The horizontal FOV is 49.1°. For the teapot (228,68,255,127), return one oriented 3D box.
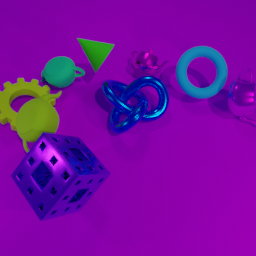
[{"bbox_3d":[3.480,-0.846,8.237,0.898,1.835,1.141,3,27,31],"label":"teapot"}]

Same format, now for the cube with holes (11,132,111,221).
[{"bbox_3d":[-1.568,1.113,6.666,1.362,1.362,1.362,45,103,24],"label":"cube with holes"}]

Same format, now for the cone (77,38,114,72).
[{"bbox_3d":[-1.091,-2.356,8.313,0.992,0.989,0.989,34,61,-13],"label":"cone"}]

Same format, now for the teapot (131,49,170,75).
[{"bbox_3d":[0.684,-2.184,9.142,1.523,0.947,0.746,30,106,33],"label":"teapot"}]

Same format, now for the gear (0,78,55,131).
[{"bbox_3d":[-3.100,-0.722,8.470,1.730,0.320,1.730,7,60,-13],"label":"gear"}]

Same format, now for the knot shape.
[{"bbox_3d":[0.077,-0.658,8.263,2.069,0.956,1.936,14,59,15],"label":"knot shape"}]

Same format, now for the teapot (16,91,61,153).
[{"bbox_3d":[-2.252,-0.211,7.262,1.149,0.905,1.848,15,82,38],"label":"teapot"}]

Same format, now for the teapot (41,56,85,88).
[{"bbox_3d":[-2.189,-1.738,9.004,1.662,0.814,1.034,-3,59,14],"label":"teapot"}]

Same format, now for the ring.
[{"bbox_3d":[2.236,-1.683,8.495,1.582,0.316,1.582,0,92,-4],"label":"ring"}]
